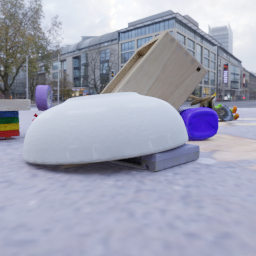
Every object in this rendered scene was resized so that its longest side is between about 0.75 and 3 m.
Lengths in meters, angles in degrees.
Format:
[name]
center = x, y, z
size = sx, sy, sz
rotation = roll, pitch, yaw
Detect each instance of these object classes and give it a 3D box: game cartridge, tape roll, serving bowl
[game cartridge]
center = 0.111, 0.369, 5.065
size = 2.003, 0.384, 1.298
rotation = 5, 11, 43
[tape roll]
center = -9.546, -3.397, 31.818
size = 1.214, 2.856, 2.856
rotation = -1, 5, -3
[serving bowl]
center = -0.414, -0.107, 5.115
size = 2.919, 0.960, 2.919
rotation = -5, 4, 0

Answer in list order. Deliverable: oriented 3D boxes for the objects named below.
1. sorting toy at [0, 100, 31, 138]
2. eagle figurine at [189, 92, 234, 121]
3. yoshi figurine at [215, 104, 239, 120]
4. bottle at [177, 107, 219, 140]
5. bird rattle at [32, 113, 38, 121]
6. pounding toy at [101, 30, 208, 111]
[sorting toy]
center = -4.517, -0.229, 7.540
size = 2.976, 1.042, 2.994
rotation = -4, 7, -34
[eagle figurine]
center = 4.295, -0.944, 14.605
size = 2.509, 1.893, 1.904
rotation = 41, 14, -51
[yoshi figurine]
center = 5.203, -0.850, 15.335
size = 1.664, 0.932, 0.935
rotation = -3, 12, -2
[bottle]
center = 1.558, -0.201, 8.296
size = 1.086, 0.849, 2.601
rotation = -5, 6, -16
[bird rattle]
center = -4.070, -0.445, 13.707
size = 1.187, 0.669, 0.968
rotation = -15, -3, -14
[pounding toy]
center = 0.743, -1.095, 8.265
size = 2.123, 2.749, 2.986
rotation = 41, -6, -15
